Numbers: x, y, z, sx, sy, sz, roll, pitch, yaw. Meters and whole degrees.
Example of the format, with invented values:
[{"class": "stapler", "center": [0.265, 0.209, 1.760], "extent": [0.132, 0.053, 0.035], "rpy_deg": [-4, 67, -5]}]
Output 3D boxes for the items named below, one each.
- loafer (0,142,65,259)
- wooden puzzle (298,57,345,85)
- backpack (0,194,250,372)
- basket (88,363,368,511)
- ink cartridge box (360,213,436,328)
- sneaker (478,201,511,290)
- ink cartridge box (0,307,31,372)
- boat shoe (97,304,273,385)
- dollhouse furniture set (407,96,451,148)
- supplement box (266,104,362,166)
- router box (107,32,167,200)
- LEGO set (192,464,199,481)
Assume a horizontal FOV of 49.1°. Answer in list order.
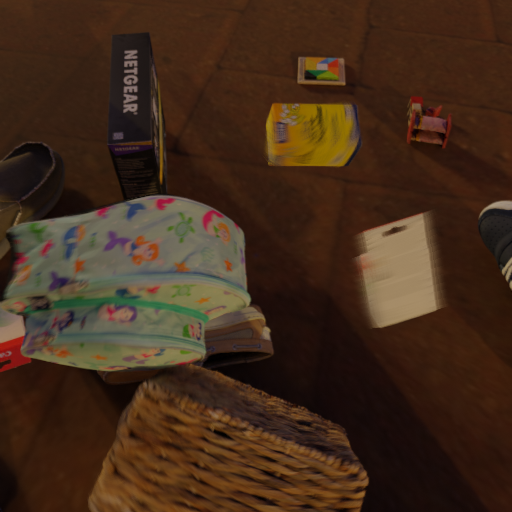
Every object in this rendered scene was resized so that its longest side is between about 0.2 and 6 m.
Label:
[{"class": "loafer", "center": [-4.636, -1.064, 10.156], "extent": [1.303, 1.207, 3.464], "rpy_deg": [10, 49, 9]}, {"class": "wooden puzzle", "center": [1.645, -4.701, 14.118], "extent": [1.170, 0.235, 1.264], "rpy_deg": [3, 48, 3]}, {"class": "backpack", "center": [-1.345, 0.329, 6.369], "extent": [2.485, 2.206, 1.871], "rpy_deg": [-17, 67, 21]}, {"class": "basket", "center": [-0.311, 2.643, 6.634], "extent": [2.716, 2.023, 1.938], "rpy_deg": [21, 88, 2]}, {"class": "ink cartridge box", "center": [1.958, 0.168, 7.846], "extent": [0.869, 1.595, 0.402], "rpy_deg": [-17, 27, -2]}, {"class": "sneaker", "center": [4.354, 0.599, 8.642], "extent": [1.921, 1.241, 3.541], "rpy_deg": [-22, 54, -21]}, {"class": "ink cartridge box", "center": [-4.079, 1.273, 8.685], "extent": [0.939, 0.292, 1.167], "rpy_deg": [-18, 49, -15]}, {"class": "boat shoe", "center": [-0.969, 1.480, 8.135], "extent": [2.579, 0.924, 0.982], "rpy_deg": [-16, 62, -14]}, {"class": "dollhouse furniture set", "center": [3.819, -3.105, 12.404], "extent": [0.828, 0.626, 1.539], "rpy_deg": [9, 48, 8]}, {"class": "supplement box", "center": [0.666, -1.427, 6.651], "extent": [1.014, 0.555, 0.552], "rpy_deg": [-1, 74, -8]}, {"class": "router box", "center": [-2.134, -2.301, 10.342], "extent": [0.739, 2.225, 2.830], "rpy_deg": [-5, 56, -4]}, {"class": "LEGO set", "center": [-0.708, 2.894, 6.967], "extent": [0.771, 0.624, 1.676], "rpy_deg": [9, 48, 8]}]
